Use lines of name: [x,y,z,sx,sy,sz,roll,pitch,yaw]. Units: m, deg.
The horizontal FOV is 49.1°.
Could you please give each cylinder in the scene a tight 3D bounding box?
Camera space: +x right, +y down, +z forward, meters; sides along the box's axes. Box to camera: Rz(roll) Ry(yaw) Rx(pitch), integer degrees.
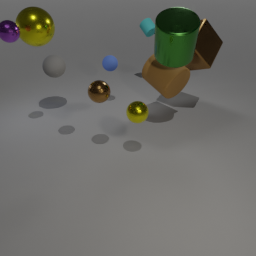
cylinder: [1.508,-2.132,11.186,1.400,1.400,1.400,-24,58,-36]
cylinder: [1.581,-2.980,9.280,1.400,1.400,1.400,-2,57,2]
cylinder: [1.078,-5.318,14.821,0.700,0.700,0.700,-22,74,-35]

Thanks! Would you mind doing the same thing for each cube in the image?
cube: [2.765,-3.369,11.575,1.400,1.400,1.400,8,65,54]

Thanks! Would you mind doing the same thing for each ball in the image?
ball: [-2.265,-1.899,8.594,0.700,0.700,0.700,0,29,0]
ball: [-3.426,-3.739,10.371,1.400,1.400,1.400,0,29,0]
ball: [-0.799,-2.884,12.498,0.700,0.700,0.700,0,29,0]
ball: [-0.885,-1.113,8.585,0.700,0.700,0.700,0,29,0]
ball: [-3.856,-3.119,9.055,0.700,0.700,0.700,0,29,0]
ball: [0.292,-0.490,8.698,0.700,0.700,0.700,0,29,0]
